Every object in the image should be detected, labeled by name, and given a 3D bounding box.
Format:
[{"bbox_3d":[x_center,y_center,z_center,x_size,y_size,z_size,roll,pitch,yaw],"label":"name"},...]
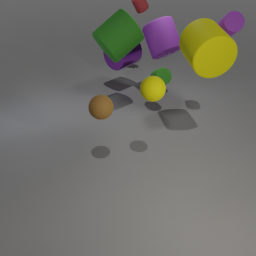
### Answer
[{"bbox_3d":[1.510,-3.964,12.398,1.400,1.400,1.400,-20,2,1],"label":"cylinder"},{"bbox_3d":[-0.757,-0.580,7.851,0.700,0.700,0.700,0,31,0],"label":"ball"},{"bbox_3d":[-0.256,-3.722,13.872,1.400,1.400,1.400,26,43,36],"label":"cylinder"},{"bbox_3d":[0.638,-6.465,14.572,0.700,0.700,0.700,-21,40,19],"label":"cylinder"},{"bbox_3d":[2.496,-2.529,8.865,1.400,1.400,1.400,-5,43,-9],"label":"cylinder"},{"bbox_3d":[0.680,-1.074,7.684,0.700,0.700,0.700,0,31,0],"label":"ball"},{"bbox_3d":[3.513,-3.547,9.610,0.700,0.700,0.700,-1,3,-2],"label":"cylinder"},{"bbox_3d":[1.364,-2.127,11.689,0.700,0.700,0.700,-9,7,-15],"label":"cylinder"},{"bbox_3d":[-0.368,-3.406,10.421,1.400,1.400,1.400,-41,39,0],"label":"cylinder"}]
